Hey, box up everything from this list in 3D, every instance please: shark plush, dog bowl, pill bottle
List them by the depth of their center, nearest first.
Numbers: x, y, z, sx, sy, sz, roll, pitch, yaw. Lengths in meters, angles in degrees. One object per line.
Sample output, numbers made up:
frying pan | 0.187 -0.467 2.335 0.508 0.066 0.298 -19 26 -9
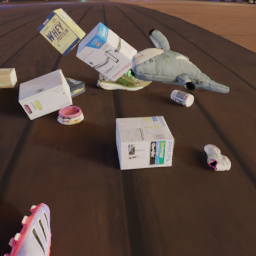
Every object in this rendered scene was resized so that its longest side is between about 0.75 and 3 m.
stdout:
shark plush | 1.125 -1.066 6.260 2.515 1.143 1.048 25 25 -29
dog bowl | -2.208 -0.505 10.712 0.993 0.366 0.993 0 31 0
pill bottle | 2.291 -1.284 11.895 0.505 0.505 0.887 -22 37 -33

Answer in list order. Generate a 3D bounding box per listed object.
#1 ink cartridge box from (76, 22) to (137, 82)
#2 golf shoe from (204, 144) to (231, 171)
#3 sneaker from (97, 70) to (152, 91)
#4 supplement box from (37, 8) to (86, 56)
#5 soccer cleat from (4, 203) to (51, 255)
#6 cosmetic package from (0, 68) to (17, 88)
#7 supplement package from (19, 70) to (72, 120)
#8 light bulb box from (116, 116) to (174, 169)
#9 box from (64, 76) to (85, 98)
ink cartridge box | -0.637 -2.310 8.731 1.543 1.126 0.650 30 46 -31
golf shoe | 2.547 0.868 8.346 0.517 0.425 1.129 -13 32 -15
sneaker | -0.174 -2.471 13.239 2.676 1.186 1.029 0 30 -1
supplement box | -2.560 -3.786 11.002 0.936 1.394 1.393 -40 19 20
soccer cleat | -1.825 2.535 5.278 1.008 0.880 2.637 29 22 -12
cosmetic package | -6.549 -2.407 13.626 1.937 0.688 1.019 -4 31 -8
supplement package | -3.212 -1.323 10.950 1.723 0.955 1.342 -21 40 -1
light bulb box | 0.456 0.407 8.567 1.529 0.954 1.515 -3 30 -6
box | -3.256 -1.860 12.852 2.054 0.524 1.620 19 37 29
